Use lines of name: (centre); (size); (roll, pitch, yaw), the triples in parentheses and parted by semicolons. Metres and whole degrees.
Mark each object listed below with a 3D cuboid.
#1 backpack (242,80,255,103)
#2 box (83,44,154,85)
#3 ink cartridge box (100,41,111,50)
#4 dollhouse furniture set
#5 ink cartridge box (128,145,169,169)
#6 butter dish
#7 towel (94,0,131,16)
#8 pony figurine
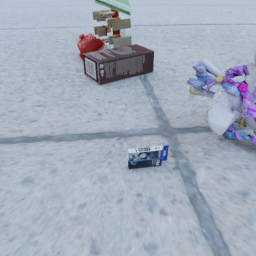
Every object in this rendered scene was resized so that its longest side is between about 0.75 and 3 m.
backpack: (4.510, -1.273, 9.645); (0.878, 0.705, 0.960); (-24, 37, -25)
box: (-0.374, -2.749, 11.812); (2.739, 1.026, 1.371); (-20, 37, -26)
ink cartridge box: (-1.181, -3.995, 14.137); (0.381, 0.658, 0.908); (-6, 32, -18)
dollhouse furniture set: (-0.523, -4.069, 12.603); (1.251, 2.401, 2.428); (-16, 35, -19)
ink cartridge box: (0.495, 0.692, 6.657); (1.011, 0.503, 0.198); (-7, 33, -9)
butter dish: (-1.995, -4.122, 13.645); (1.383, 1.025, 1.387); (-37, 36, 3)
towel: (-0.698, -4.842, 9.969); (1.542, 0.236, 2.021); (7, 50, -31)
pony figurine: (2.786, -0.761, 7.259); (2.418, 2.803, 2.904); (-41, 40, 1)
